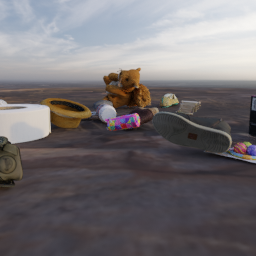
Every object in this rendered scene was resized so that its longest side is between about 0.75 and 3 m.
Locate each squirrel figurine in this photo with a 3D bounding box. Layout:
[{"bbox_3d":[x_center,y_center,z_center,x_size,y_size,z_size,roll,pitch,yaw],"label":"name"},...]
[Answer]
[{"bbox_3d":[0.095,-2.032,14.098,2.488,1.761,2.322,24,-34,-23],"label":"squirrel figurine"}]

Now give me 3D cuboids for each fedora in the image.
[{"bbox_3d":[-2.000,-0.432,8.908,1.640,0.669,1.640,14,18,-5],"label":"fedora"}]

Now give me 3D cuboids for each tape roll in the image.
[{"bbox_3d":[-3.284,-0.169,7.586,2.252,0.788,2.252,0,10,0],"label":"tape roll"}]

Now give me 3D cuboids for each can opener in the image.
[{"bbox_3d":[-1.629,-0.681,10.594,2.159,0.722,0.576,-4,11,-21],"label":"can opener"}]

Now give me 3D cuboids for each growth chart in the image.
[{"bbox_3d":[2.492,-0.818,11.580,0.858,0.105,1.186,8,-23,1],"label":"growth chart"}]

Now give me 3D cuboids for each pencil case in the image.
[{"bbox_3d":[-0.138,-0.152,7.539,0.919,0.406,0.406,-9,6,22],"label":"pencil case"}]

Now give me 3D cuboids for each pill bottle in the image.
[{"bbox_3d":[-0.770,-0.522,10.010,0.623,0.623,1.076,-2,10,-13],"label":"pill bottle"}]

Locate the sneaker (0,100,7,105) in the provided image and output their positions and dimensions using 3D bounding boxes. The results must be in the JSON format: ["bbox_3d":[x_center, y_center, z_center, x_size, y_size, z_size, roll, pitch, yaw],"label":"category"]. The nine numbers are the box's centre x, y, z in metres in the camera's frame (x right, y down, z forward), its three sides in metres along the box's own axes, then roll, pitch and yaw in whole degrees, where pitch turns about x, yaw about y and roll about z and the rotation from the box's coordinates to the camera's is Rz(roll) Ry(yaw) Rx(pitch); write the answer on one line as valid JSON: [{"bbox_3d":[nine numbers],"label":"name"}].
[{"bbox_3d":[-5.908,-0.778,10.949,2.275,0.883,1.038,1,14,15],"label":"sneaker"}]

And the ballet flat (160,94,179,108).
[{"bbox_3d":[2.332,-1.572,15.620,0.751,0.751,2.123,5,11,27],"label":"ballet flat"}]

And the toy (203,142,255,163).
[{"bbox_3d":[2.258,0.430,5.618,1.265,0.299,0.728,7,12,38],"label":"toy"}]

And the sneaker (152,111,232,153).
[{"bbox_3d":[1.355,-0.003,5.928,1.623,0.607,0.862,21,26,13],"label":"sneaker"}]

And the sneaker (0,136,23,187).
[{"bbox_3d":[-2.215,0.521,3.633,1.226,0.818,2.140,-5,4,10],"label":"sneaker"}]

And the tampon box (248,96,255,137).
[{"bbox_3d":[4.330,-0.286,7.349,1.739,1.098,1.303,-3,11,-18],"label":"tampon box"}]

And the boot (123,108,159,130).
[{"bbox_3d":[0.162,-0.266,8.929,1.449,0.524,1.205,-15,11,47],"label":"boot"}]
